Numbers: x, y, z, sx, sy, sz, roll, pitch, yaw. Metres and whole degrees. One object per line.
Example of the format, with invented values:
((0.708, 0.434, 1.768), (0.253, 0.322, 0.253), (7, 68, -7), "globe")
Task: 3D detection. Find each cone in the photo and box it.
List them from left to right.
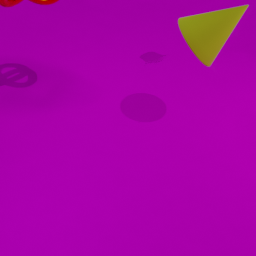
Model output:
((2.354, -2.637, 7.163), (1.526, 1.521, 1.521), (-31, 34, 32), "cone")

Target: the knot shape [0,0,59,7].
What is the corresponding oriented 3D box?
((-2.701, -4.093, 8.146), (1.916, 0.946, 2.048), (1, 28, 9), "knot shape")
